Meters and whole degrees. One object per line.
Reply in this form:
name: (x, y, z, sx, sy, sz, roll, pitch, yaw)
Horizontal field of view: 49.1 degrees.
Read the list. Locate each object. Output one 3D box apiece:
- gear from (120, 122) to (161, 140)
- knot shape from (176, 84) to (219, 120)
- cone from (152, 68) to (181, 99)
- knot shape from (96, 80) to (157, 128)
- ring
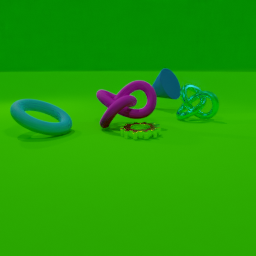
gear: (0.336, 0.060, 7.612, 1.096, 0.203, 1.096, -3, 15, 1)
knot shape: (2.253, -0.782, 9.719, 1.499, 1.403, 0.693, 48, -3, 33)
cone: (1.313, -1.655, 12.152, 1.392, 1.386, 1.386, -22, -5, 41)
knot shape: (-0.030, -0.783, 8.523, 1.826, 0.902, 1.951, -14, 29, 6)
ring: (-2.392, -0.320, 7.832, 1.710, 0.342, 1.710, 22, 20, -8)
